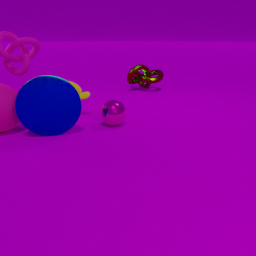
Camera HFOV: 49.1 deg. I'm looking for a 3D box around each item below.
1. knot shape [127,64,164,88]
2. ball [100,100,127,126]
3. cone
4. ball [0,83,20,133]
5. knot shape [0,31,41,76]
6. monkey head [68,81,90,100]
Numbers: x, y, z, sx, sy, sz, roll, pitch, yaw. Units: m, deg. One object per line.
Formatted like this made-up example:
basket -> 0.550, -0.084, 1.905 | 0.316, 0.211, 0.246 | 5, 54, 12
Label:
knot shape -> 0.634, -2.394, 12.921 | 1.739, 0.804, 1.628 | -2, -4, 45
ball -> -0.416, -0.432, 8.058 | 0.750, 0.750, 0.750 | 0, 19, 0
cone -> -2.171, -0.834, 7.718 | 1.609, 1.609, 1.615 | -5, 24, -14
ball -> -3.483, -0.533, 7.492 | 1.318, 1.318, 1.318 | 0, 19, 0
knot shape -> -3.088, -2.211, 8.046 | 1.178, 1.259, 0.582 | -26, 33, -15
monkey head -> -1.933, -0.982, 8.891 | 1.343, 0.966, 0.809 | 14, -24, -10
